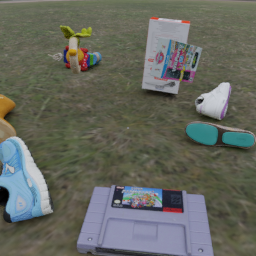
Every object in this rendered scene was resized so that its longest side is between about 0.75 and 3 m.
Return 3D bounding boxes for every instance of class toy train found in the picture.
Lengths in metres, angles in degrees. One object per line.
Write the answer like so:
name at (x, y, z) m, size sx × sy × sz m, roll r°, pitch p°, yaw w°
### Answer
toy train at (-2.834, -3.886, 15.137) m, size 2.614 × 1.106 × 1.512 m, roll 17°, pitch 24°, yaw 26°

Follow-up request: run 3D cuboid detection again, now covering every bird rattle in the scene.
bird rattle at (-2.008, -2.744, 10.406) m, size 1.138 × 2.020 × 1.647 m, roll 6°, pitch 50°, yaw -9°

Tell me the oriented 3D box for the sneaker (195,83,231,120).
sneaker at (3.243, -1.172, 10.644) m, size 1.179 × 0.886 × 2.366 m, roll 12°, pitch 33°, yaw 20°

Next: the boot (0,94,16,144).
boot at (-4.444, -0.507, 9.487) m, size 2.908 × 1.023 × 2.082 m, roll 20°, pitch 24°, yaw 12°

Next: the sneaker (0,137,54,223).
sneaker at (-2.790, 1.139, 6.640) m, size 1.232 × 1.074 × 2.740 m, roll -21°, pitch 37°, yaw -26°

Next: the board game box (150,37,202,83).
board game box at (1.374, -1.883, 7.939) m, size 1.431 × 1.056 × 0.460 m, roll -1°, pitch 21°, yaw -39°

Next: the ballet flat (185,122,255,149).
ballet flat at (2.801, 0.226, 8.671) m, size 2.092 × 0.712 × 0.703 m, roll 14°, pitch 12°, yaw 12°

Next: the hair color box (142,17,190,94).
hair color box at (1.489, -2.884, 11.250) m, size 1.530 × 2.759 × 0.882 m, roll 10°, pitch 28°, yaw 8°

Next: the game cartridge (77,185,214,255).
game cartridge at (0.380, 1.939, 5.901) m, size 2.560 × 0.491 × 1.659 m, roll 3°, pitch 35°, yaw 5°
